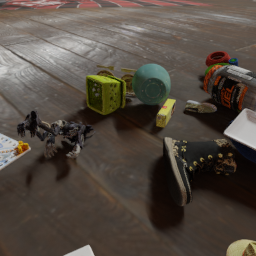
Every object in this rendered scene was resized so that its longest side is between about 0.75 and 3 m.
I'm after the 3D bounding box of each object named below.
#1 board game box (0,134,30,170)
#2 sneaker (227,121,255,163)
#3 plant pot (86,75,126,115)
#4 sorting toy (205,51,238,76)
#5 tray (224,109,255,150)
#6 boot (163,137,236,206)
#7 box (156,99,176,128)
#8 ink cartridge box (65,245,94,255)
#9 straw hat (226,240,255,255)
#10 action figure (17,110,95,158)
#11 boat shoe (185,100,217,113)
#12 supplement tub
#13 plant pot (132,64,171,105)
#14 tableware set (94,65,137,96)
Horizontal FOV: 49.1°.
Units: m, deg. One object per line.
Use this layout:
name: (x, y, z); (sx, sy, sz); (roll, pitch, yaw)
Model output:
board game box: (-4.788, 0.803, 9.208); (2.191, 0.284, 2.192); (19, 37, 26)
sneaker: (4.553, 0.632, 8.884); (1.150, 1.035, 2.952); (-17, 43, -26)
plant pot: (-0.872, -1.475, 11.727); (1.268, 1.391, 1.398); (-16, 29, -33)
sorting toy: (4.883, -2.939, 14.557); (1.620, 1.106, 2.695); (-5, 42, 20)
tray: (4.382, 0.471, 8.088); (2.864, 0.318, 1.538); (30, 51, 30)
boot: (2.112, 1.116, 8.139); (2.014, 0.979, 2.675); (-1, 27, -1)
box: (1.533, -0.617, 11.184); (0.367, 0.552, 1.466); (13, 36, 20)
ink cartridge box: (-1.407, 3.347, 4.549); (2.443, 1.049, 1.789); (-17, 36, -23)
straw hat: (2.768, 2.756, 5.944); (1.248, 0.528, 1.248); (0, 33, 0)
action figure: (-2.157, 0.331, 9.004); (1.555, 1.335, 2.616); (-10, -20, 37)
boat shoe: (3.018, -0.814, 11.685); (1.276, 0.459, 0.396); (12, 60, 24)
supplement tub: (4.625, -1.583, 11.624); (1.693, 1.693, 2.763); (-20, 37, -28)
plant pot: (0.997, -1.692, 11.528); (1.670, 1.670, 1.340); (0, 22, 0)
tableware set: (-0.509, -2.051, 12.641); (2.079, 1.374, 0.417); (10, 38, 12)
